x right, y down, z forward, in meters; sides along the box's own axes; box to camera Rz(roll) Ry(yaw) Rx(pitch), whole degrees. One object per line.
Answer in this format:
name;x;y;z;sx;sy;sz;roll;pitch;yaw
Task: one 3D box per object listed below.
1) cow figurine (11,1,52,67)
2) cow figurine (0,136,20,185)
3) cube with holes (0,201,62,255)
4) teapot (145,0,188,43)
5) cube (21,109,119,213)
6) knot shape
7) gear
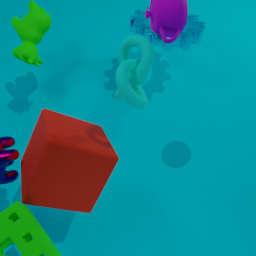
cow figurine;-2.423;-2.351;7.187;1.376;0.755;1.354;-38;74;14
cow figurine;-3.002;0.862;5.635;1.456;1.480;0.812;-11;51;-32
cube with holes;-1.734;1.882;4.195;1.026;1.026;1.026;-36;80;-21
teapot;0.578;-1.880;4.512;0.613;0.779;1.252;-5;67;-7
cube;-1.216;0.641;5.536;1.356;1.356;1.356;18;109;-29
knot shape;0.091;-0.948;4.635;0.564;1.221;1.143;6;106;-2
gear;1.071;-2.797;7.730;2.019;0.373;2.019;3;44;-2
